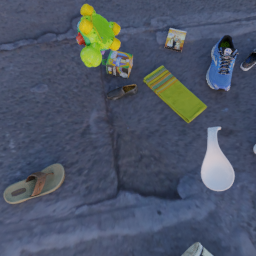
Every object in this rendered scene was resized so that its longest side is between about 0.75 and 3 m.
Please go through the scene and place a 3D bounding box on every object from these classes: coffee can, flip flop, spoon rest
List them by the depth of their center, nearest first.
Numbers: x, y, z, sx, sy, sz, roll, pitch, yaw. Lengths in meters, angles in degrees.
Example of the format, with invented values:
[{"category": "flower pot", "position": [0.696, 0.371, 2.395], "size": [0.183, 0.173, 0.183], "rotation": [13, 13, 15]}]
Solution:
[{"category": "spoon rest", "position": [2.030, 0.699, 6.500], "size": [0.745, 0.454, 1.499], "rotation": [-9, 79, 28]}, {"category": "coffee can", "position": [2.492, 5.013, 8.029], "size": [2.702, 1.978, 1.978], "rotation": [40, 73, 15]}, {"category": "flip flop", "position": [-3.354, 1.988, 10.038], "size": [2.321, 0.668, 0.941], "rotation": [-21, 69, -9]}]

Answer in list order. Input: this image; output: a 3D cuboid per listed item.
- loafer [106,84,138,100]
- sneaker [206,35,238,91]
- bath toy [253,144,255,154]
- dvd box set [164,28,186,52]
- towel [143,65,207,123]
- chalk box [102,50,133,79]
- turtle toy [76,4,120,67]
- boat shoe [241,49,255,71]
[{"category": "loafer", "position": [-0.249, -1.544, 11.629], "size": [1.380, 0.499, 0.502], "rotation": [-18, 69, -7]}, {"category": "sneaker", "position": [3.962, -2.770, 11.779], "size": [1.049, 1.191, 2.672], "rotation": [7, 68, 3]}, {"category": "bath toy", "position": [5.545, 1.427, 10.170], "size": [1.043, 0.886, 2.399], "rotation": [-19, 68, -8]}, {"category": "dvd box set", "position": [2.187, -4.047, 12.873], "size": [0.810, 0.163, 1.107], "rotation": [16, 68, 5]}, {"category": "towel", "position": [1.955, -1.478, 11.745], "size": [1.168, 0.245, 2.714], "rotation": [-39, 73, -14]}, {"category": "chalk box", "position": [-0.487, -2.759, 11.992], "size": [1.257, 0.785, 0.779], "rotation": [15, 68, 5]}, {"category": "turtle toy", "position": [-1.094, -2.930, 9.194], "size": [1.501, 1.041, 2.059], "rotation": [24, 50, -33]}, {"category": "boat shoe", "position": [5.555, -3.154, 12.303], "size": [1.553, 0.514, 0.543], "rotation": [-38, 72, -15]}]
